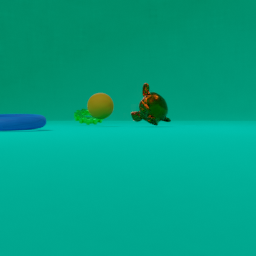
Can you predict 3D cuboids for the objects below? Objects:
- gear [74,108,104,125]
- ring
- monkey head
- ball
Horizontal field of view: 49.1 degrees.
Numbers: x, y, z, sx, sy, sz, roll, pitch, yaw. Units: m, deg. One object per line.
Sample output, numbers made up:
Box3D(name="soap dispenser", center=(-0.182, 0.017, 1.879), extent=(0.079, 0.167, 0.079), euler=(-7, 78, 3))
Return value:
Box3D(name="gear", center=(-1.788, -0.538, 12.878), extent=(1.346, 0.249, 1.346), euler=(6, 25, -3))
Box3D(name="ring", center=(-2.514, -0.140, 6.150), extent=(1.399, 0.280, 1.399), euler=(1, 6, 0))
Box3D(name="monkey head", center=(0.757, -0.659, 9.820), extent=(1.221, 1.697, 1.023), euler=(-12, 29, 49))
Box3D(name="ball", center=(-1.001, -0.794, 10.220), extent=(0.959, 0.959, 0.959), euler=(0, 2, 0))
